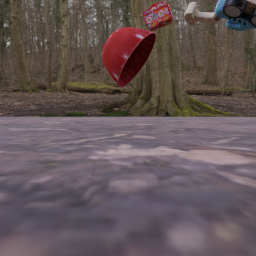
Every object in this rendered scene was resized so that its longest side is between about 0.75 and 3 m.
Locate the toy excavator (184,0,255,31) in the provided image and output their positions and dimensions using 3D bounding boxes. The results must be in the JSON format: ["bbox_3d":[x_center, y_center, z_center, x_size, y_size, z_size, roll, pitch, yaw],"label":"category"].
[{"bbox_3d":[3.021,-3.554,8.517,2.364,1.215,2.432,23,-7,3],"label":"toy excavator"}]

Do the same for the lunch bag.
[{"bbox_3d":[0.830,-3.139,7.788,0.768,0.676,0.314,-18,-4,25],"label":"lunch bag"}]

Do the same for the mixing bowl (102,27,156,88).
[{"bbox_3d":[-0.144,-3.166,11.688,1.415,2.613,2.613,37,10,9],"label":"mixing bowl"}]
